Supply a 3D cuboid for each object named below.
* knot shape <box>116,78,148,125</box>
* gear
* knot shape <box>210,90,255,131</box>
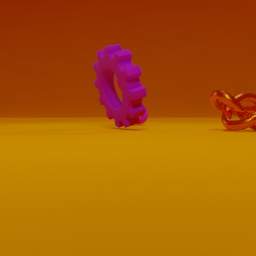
[{"bbox_3d":[0.181,-0.953,10.048,0.869,1.760,1.880,-12,-18,3],"label":"knot shape"},{"bbox_3d":[-0.244,-0.960,6.656,0.351,1.900,1.900,-19,11,-26],"label":"gear"},{"bbox_3d":[2.618,-0.390,6.314,1.311,0.647,1.401,2,31,-24],"label":"knot shape"}]
